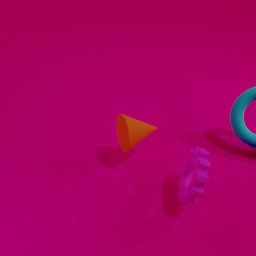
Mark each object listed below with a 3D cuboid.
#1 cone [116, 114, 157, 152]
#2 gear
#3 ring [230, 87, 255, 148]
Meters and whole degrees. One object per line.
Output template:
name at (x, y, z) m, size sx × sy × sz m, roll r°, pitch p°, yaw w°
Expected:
cone at (0.288, 0.061, 6.555) m, size 0.893 × 0.890 × 0.890 m, roll -8°, pitch 39°, yaw -19°
gear at (1.312, 0.968, 5.668) m, size 0.214 × 1.159 × 1.159 m, roll 17°, pitch 39°, yaw -3°
ring at (3.305, -0.260, 6.801) m, size 1.554 × 1.554 × 0.311 m, roll 15°, pitch 2°, yaw 18°
